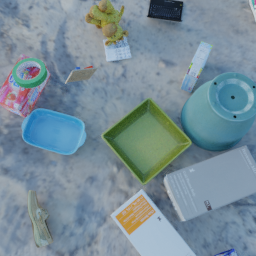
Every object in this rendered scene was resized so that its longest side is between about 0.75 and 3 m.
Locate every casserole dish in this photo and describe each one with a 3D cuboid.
[{"bbox_3d":[-2.616,0.160,10.051,2.342,0.454,1.418,15,74,5],"label":"casserole dish"}]

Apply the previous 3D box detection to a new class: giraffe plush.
[{"bbox_3d":[-0.716,-3.995,11.012,1.641,1.416,1.331,-6,76,-38],"label":"giraffe plush"}]

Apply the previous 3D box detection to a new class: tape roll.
[{"bbox_3d":[-3.357,-1.890,9.595,1.132,0.272,1.132,0,61,0],"label":"tape roll"}]

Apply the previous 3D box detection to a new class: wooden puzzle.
[{"bbox_3d":[-1.549,-1.796,9.224,0.985,0.912,0.228,-19,85,-30],"label":"wooden puzzle"}]

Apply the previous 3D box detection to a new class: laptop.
[{"bbox_3d":[1.542,-4.855,11.398,1.419,0.827,1.601,10,73,2],"label":"laptop"}]

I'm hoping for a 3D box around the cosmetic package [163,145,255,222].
[{"bbox_3d":[2.754,1.824,9.124,2.886,1.301,1.541,-22,71,-4],"label":"cosmetic package"}]

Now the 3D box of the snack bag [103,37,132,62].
[{"bbox_3d":[-0.434,-3.198,11.258,1.007,0.114,1.068,-10,73,-2],"label":"snack bag"}]

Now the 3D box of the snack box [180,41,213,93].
[{"bbox_3d":[2.518,-2.224,10.361,0.500,1.246,1.477,23,75,7],"label":"snack box"}]

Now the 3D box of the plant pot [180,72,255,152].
[{"bbox_3d":[3.165,-0.611,9.337,2.414,2.268,2.414,0,73,-1],"label":"plant pot"}]

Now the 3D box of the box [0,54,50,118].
[{"bbox_3d":[-3.797,-1.529,10.278,0.945,1.024,1.996,21,75,7],"label":"box"}]

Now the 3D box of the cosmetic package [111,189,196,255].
[{"bbox_3d":[0.761,3.371,8.809,1.320,0.927,2.603,-39,77,-11],"label":"cosmetic package"}]

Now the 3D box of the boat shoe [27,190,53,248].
[{"bbox_3d":[-2.861,2.893,9.153,0.588,0.650,1.824,-13,81,-12],"label":"boat shoe"}]

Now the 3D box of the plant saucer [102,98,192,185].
[{"bbox_3d":[0.639,0.455,9.902,2.299,0.551,2.302,-39,77,-11],"label":"plant saucer"}]

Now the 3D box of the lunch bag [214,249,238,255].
[{"bbox_3d":[3.042,4.376,8.652,1.104,0.684,0.939,-15,73,-18],"label":"lunch bag"}]

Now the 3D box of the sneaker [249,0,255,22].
[{"bbox_3d":[5.645,-4.881,11.206,0.828,1.195,1.979,-16,74,-5],"label":"sneaker"}]
